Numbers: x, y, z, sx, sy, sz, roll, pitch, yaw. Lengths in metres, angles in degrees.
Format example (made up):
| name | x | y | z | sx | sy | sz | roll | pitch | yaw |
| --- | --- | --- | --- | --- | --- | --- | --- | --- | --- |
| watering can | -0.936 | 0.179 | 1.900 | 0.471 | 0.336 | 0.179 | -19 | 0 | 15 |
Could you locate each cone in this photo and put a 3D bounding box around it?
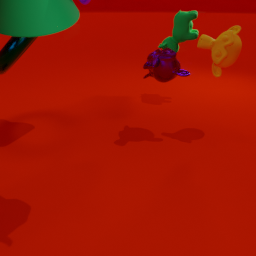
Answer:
| name | x | y | z | sx | sy | sz | roll | pitch | yaw |
| --- | --- | --- | --- | --- | --- | --- | --- | --- | --- |
| cone | -1.500 | -2.330 | 4.031 | 1.462 | 1.467 | 1.462 | 1 | 44 | -1 |

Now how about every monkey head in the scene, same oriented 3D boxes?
| name | x | y | z | sx | sy | sz | roll | pitch | yaw |
| --- | --- | --- | --- | --- | --- | --- | --- | --- | --- |
| monkey head | 0.872 | -1.581 | 7.510 | 1.471 | 0.886 | 1.058 | 5 | 37 | 38 |
| monkey head | 2.491 | -2.169 | 7.612 | 1.061 | 1.475 | 0.889 | 27 | 14 | 28 |

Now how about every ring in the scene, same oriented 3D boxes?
| name | x | y | z | sx | sy | sz | roll | pitch | yaw |
| --- | --- | --- | --- | --- | --- | --- | --- | --- | --- |
| ring | -2.922 | -2.280 | 7.594 | 2.066 | 0.413 | 2.066 | -39 | 25 | 22 |

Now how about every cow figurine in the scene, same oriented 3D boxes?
| name | x | y | z | sx | sy | sz | roll | pitch | yaw |
| --- | --- | --- | --- | --- | --- | --- | --- | --- | --- |
| cow figurine | 1.830 | -3.527 | 10.356 | 1.501 | 1.525 | 0.837 | -1 | 30 | 17 |

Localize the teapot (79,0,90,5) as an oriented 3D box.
| name | x | y | z | sx | sy | sz | roll | pitch | yaw |
| --- | --- | --- | --- | --- | --- | --- | --- | --- | --- |
| teapot | -0.466 | -2.617 | 4.271 | 0.775 | 1.583 | 0.984 | 43 | 45 | 3 |
